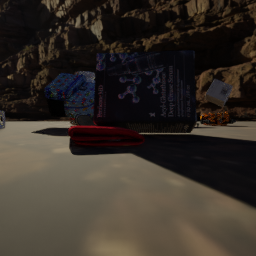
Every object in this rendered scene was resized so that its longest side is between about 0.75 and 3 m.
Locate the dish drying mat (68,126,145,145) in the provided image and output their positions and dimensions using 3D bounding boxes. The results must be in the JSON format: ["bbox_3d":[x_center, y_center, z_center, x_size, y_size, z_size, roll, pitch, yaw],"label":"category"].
[{"bbox_3d":[-0.440,0.079,4.189,0.882,0.209,2.296,0,1,-11],"label":"dish drying mat"}]

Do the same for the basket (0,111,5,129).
[{"bbox_3d":[-4.344,-0.242,8.707,0.522,0.574,0.846,-1,1,32],"label":"basket"}]

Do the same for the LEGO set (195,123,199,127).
[{"bbox_3d":[2.247,-0.140,10.894,1.369,0.388,0.889,14,-3,-29],"label":"LEGO set"}]

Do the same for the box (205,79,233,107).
[{"bbox_3d":[3.445,-1.331,10.634,0.760,0.756,0.497,27,-14,21],"label":"box"}]

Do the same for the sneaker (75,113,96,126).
[{"bbox_3d":[-1.486,-0.235,8.872,0.868,0.457,1.201,13,-2,30],"label":"sneaker"}]

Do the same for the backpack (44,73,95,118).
[{"bbox_3d":[-2.103,-1.318,11.820,2.192,1.475,2.001,12,42,23],"label":"backpack"}]

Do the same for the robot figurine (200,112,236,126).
[{"bbox_3d":[4.437,-0.463,14.216,1.690,0.678,2.330,-2,2,6],"label":"robot figurine"}]

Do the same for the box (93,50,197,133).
[{"bbox_3d":[0.350,-0.675,5.648,1.910,1.418,1.023,-1,-13,6],"label":"box"}]

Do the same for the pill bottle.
[{"bbox_3d":[-2.177,-1.440,14.055,1.478,2.629,1.478,1,2,0],"label":"pill bottle"}]
